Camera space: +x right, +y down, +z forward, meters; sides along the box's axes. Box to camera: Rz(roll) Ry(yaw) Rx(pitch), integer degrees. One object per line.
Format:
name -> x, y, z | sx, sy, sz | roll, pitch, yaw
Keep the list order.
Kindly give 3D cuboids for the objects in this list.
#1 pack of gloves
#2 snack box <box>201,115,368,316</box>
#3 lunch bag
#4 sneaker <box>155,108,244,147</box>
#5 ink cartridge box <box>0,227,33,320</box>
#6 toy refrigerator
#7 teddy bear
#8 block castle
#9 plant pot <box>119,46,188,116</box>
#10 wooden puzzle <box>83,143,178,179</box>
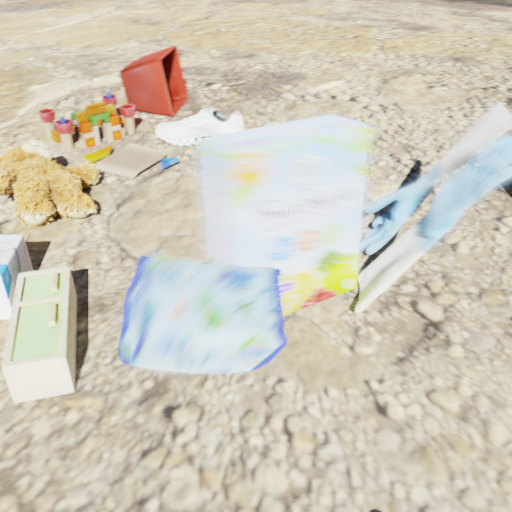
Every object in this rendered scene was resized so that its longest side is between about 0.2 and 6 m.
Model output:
pack of gloves -> 2.957, -1.131, 10.065 | 0.759, 3.848, 3.233 | 39, 27, -6
snack box -> 0.491, -0.572, 9.294 | 2.595, 3.077, 1.041 | -18, 31, -28
lunch bag -> -0.845, 0.992, 7.736 | 1.899, 2.233, 1.423 | 6, 60, -17
sneaker -> -1.609, -3.752, 16.192 | 2.708, 1.098, 1.018 | 5, 36, 10
ink cartridge box -> -4.569, 0.265, 10.255 | 0.564, 0.979, 1.690 | -2, 34, -3
toy refrigerator -> -3.438, 1.150, 9.066 | 0.899, 0.828, 2.368 | -8, 34, -11
teddy bear -> -5.004, -1.802, 13.198 | 2.556, 1.177, 3.526 | -5, 34, -11
block castle -> -4.974, -4.124, 16.651 | 2.487, 1.167, 1.662 | -25, 41, -32
plant pot -> -3.464, -5.772, 18.676 | 1.636, 1.857, 1.855 | -2, 33, 12
wooden puzzle -> -3.393, -2.566, 15.173 | 2.327, 0.272, 1.570 | 21, 43, 28
